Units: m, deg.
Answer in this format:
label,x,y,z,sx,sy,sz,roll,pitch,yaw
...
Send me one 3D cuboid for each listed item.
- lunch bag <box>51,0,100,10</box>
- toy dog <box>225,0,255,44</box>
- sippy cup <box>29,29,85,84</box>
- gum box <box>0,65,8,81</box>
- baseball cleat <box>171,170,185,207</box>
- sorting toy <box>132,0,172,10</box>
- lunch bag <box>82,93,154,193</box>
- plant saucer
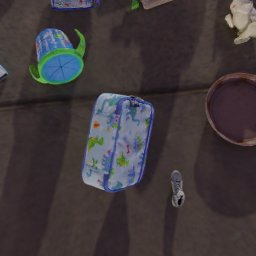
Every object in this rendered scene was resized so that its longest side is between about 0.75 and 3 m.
label,x,y,z,sx,sy,sz,roll,pitch,yaw
lunch bag,-1.686,-4.487,8.825,1.509,0.934,1.283,-3,76,-15
toy dog,3.647,-3.455,8.562,1.278,0.920,1.319,-15,75,-13
sippy cup,-2.073,-2.141,8.093,1.675,1.315,1.228,-17,64,-16
gum box,-5.404,-1.936,8.295,2.344,0.614,2.758,-40,79,-9
baseball cleat,1.361,1.611,7.450,0.335,0.512,0.961,0,80,-13
sorting toy,0.823,-4.527,9.147,2.150,0.293,1.211,-22,81,-5
lunch bag,-0.144,0.336,6.921,0.942,1.836,2.284,12,92,30
plant saucer,3.280,-0.529,8.073,2.171,0.374,2.171,0,77,0
